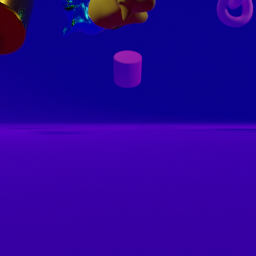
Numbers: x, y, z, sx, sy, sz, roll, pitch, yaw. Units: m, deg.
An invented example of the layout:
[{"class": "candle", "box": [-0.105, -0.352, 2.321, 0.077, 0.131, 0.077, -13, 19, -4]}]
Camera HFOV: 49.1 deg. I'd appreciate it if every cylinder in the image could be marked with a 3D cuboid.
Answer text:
[{"class": "cylinder", "box": [-0.016, -2.063, 9.825, 0.959, 0.959, 0.959, 1, 42, -1]}, {"class": "cylinder", "box": [-2.637, -2.378, 5.622, 1.291, 1.291, 1.291, -3, -35, -2]}]

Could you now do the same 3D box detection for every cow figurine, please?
[{"class": "cow figurine", "box": [-0.133, -1.627, 3.657, 1.121, 0.615, 1.103, -4, 14, 29]}]

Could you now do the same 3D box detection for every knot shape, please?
[{"class": "knot shape", "box": [2.999, -3.661, 7.507, 0.755, 1.635, 1.530, 14, 39, 33]}]

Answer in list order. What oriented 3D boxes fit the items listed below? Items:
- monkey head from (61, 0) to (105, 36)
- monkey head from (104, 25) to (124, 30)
[{"class": "monkey head", "box": [-0.910, -2.491, 6.388, 1.726, 1.241, 1.040, -9, -29, 14]}, {"class": "monkey head", "box": [-0.410, -3.090, 7.368, 1.277, 0.918, 0.769, -42, 41, -24]}]
